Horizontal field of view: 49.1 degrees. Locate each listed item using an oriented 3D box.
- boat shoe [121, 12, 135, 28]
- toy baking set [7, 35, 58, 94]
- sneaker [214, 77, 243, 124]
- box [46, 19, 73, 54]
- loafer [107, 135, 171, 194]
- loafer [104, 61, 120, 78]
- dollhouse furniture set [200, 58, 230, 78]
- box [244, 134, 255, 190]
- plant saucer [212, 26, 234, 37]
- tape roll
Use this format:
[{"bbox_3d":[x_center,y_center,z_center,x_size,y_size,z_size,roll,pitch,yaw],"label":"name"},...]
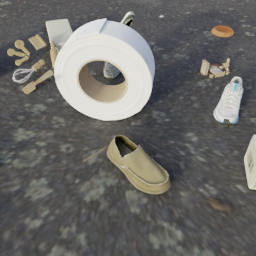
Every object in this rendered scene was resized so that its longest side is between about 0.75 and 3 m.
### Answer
[{"bbox_3d":[-0.068,-3.517,9.667,0.379,1.072,0.341,-1,71,-22],"label":"boat shoe"},{"bbox_3d":[-3.277,-2.272,9.954,1.714,0.260,2.234,-12,78,-20],"label":"toy baking set"},{"bbox_3d":[3.152,-0.920,8.618,0.741,0.856,1.975,15,45,14],"label":"sneaker"},{"bbox_3d":[-2.757,-3.649,11.639,1.012,0.842,2.463,-11,43,-11],"label":"box"},{"bbox_3d":[0.197,0.846,6.774,1.975,0.666,0.751,32,51,30],"label":"loafer"},{"bbox_3d":[-0.380,-2.606,10.601,0.679,0.678,1.943,11,43,12],"label":"loafer"},{"bbox_3d":[3.332,-2.255,10.364,1.092,0.483,0.566,-13,44,-15],"label":"dollhouse furniture set"},{"bbox_3d":[4.219,0.946,6.479,2.677,0.915,1.100,8,43,9],"label":"box"},{"bbox_3d":[4.458,-4.564,13.150,1.020,0.191,1.020,0,42,0],"label":"plant saucer"},{"bbox_3d":[-0.625,-1.534,7.872,2.738,2.738,0.958,7,43,7],"label":"tape roll"}]
